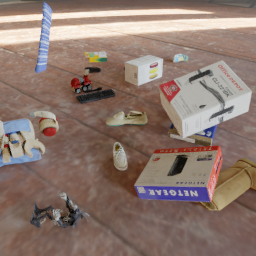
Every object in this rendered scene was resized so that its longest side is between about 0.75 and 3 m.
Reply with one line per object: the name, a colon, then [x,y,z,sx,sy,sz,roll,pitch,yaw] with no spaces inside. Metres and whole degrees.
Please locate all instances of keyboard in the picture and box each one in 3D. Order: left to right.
keyboard: [-1.617,-1.664,13.632,1.845,0.190,1.172,-15,36,-23]

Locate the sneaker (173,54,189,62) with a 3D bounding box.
sneaker: [3.361,-4.365,17.585,0.741,0.451,1.134,21,39,31]

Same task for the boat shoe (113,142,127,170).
boat shoe: [-0.272,0.872,9.366,0.445,0.514,1.205,-5,33,-7]

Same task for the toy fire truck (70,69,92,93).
toy fire truck: [-2.283,-2.380,13.836,1.012,1.150,0.740,-23,38,-32]

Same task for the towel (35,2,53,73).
towel: [-3.211,-3.320,10.570,0.290,2.432,1.760,8,13,-11]

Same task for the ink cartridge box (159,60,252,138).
ink cartridge box: [2.759,-1.094,10.253,2.676,1.120,1.931,-22,52,-4]

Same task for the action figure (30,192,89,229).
action figure: [-1.738,2.165,7.191,1.428,0.729,0.849,-3,22,-2]

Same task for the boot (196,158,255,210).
boot: [3.167,1.765,7.852,2.233,0.739,1.956,-20,26,-29]

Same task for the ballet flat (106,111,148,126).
ballet flat: [-0.057,-0.433,11.365,1.703,0.591,0.591,-3,33,-4]

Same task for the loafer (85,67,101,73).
loafer: [-2.030,-3.369,16.195,0.946,0.346,0.336,4,22,-5]

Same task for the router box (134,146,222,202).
router box: [1.506,1.273,8.105,2.093,0.511,1.879,-6,26,30]

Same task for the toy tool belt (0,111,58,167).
toy tool belt: [-3.524,0.645,9.032,2.766,1.727,1.700,-11,61,-16]

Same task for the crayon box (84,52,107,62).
crayon box: [-1.427,-3.138,12.369,0.938,0.242,0.590,-4,39,-15]

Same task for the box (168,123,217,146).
box: [2.740,-0.593,10.884,1.608,0.430,2.654,14,56,21]

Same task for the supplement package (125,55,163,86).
supplement package: [0.863,-3.145,15.083,1.900,1.081,1.040,-27,40,-35]
